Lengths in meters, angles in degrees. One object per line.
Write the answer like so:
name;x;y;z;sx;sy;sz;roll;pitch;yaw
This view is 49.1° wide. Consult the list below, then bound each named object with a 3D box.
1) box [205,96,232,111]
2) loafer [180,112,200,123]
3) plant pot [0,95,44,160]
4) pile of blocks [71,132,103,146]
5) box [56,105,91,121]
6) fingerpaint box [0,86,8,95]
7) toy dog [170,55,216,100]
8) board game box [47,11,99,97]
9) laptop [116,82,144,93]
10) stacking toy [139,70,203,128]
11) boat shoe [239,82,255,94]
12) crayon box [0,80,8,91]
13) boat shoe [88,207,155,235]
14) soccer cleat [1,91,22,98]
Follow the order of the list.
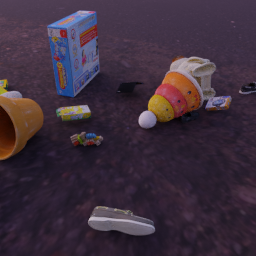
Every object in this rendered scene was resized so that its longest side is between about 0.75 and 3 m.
box;3.306;-0.911;10.382;0.920;0.191;0.548;-1;47;40
loafer;2.209;-0.420;9.912;0.855;0.300;0.290;-20;39;-27
plant pot;-3.509;-0.173;8.454;1.819;1.819;1.665;12;20;17
pile of blocks;-1.268;0.371;8.655;0.994;0.408;0.309;-4;34;-7
box;-1.902;-0.516;9.729;1.117;0.270;0.655;-5;29;-18
fingerpaint box;-5.261;-1.112;10.690;1.201;0.528;1.440;-31;46;-33
toy dog;2.453;-2.142;11.652;2.144;1.543;2.211;-17;31;5
board game box;-2.135;-3.179;11.771;0.789;2.766;2.825;10;35;14
laptop;0.094;-1.636;11.483;0.801;0.467;0.904;2;2;33
stacking toy;1.300;-0.750;9.752;2.348;1.715;1.715;-41;49;-19
boat shoe;5.233;-1.748;11.803;1.229;0.371;0.454;-13;36;-19
crayon box;-5.619;-1.727;11.862;0.938;0.273;0.809;-9;34;-14
boat shoe;-0.123;2.007;6.142;1.459;0.521;0.436;3;39;12
soccer cleat;-4.526;-0.456;9.562;0.920;0.822;2.371;25;49;32
